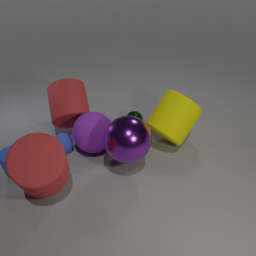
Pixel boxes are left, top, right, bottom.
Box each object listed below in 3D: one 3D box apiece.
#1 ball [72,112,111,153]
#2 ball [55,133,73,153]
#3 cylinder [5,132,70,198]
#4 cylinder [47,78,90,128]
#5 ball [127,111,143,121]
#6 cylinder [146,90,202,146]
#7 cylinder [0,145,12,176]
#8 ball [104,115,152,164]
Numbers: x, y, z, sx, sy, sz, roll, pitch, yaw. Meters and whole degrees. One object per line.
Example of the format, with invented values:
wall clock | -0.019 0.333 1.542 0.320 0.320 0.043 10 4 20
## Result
ball | -1.166 0.150 9.454 1.400 1.400 1.400 0 32 0
ball | -2.219 0.520 9.549 0.700 0.700 0.700 0 32 0
cylinder | -2.276 1.005 7.296 1.400 1.400 1.400 3 67 -6
cylinder | -2.171 -0.884 10.291 1.400 1.400 1.400 -9 71 -14
ball | 0.237 -0.306 10.763 0.700 0.700 0.700 0 32 0
cylinder | 1.554 -0.344 9.543 1.400 1.400 1.400 32 89 41
cylinder | -3.479 1.003 8.479 0.700 0.700 0.700 -5 39 4
ball | -0.009 0.334 8.149 1.400 1.400 1.400 0 32 0
